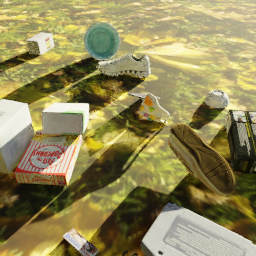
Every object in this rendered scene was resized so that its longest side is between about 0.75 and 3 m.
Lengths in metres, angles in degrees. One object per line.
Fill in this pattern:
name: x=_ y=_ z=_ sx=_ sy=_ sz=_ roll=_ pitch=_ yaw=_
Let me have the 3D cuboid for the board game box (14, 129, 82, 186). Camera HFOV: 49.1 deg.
board game box: x=-2.199 y=0.795 z=8.036 sx=1.398 sy=0.427 sz=1.845 roll=2 pitch=38 yaw=3

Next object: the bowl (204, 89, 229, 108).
bowl: x=3.390 y=-1.172 z=10.593 sx=0.933 sy=0.420 sz=0.933 roll=0 pitch=37 yaw=0

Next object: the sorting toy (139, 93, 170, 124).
sorting toy: x=0.922 y=-0.498 z=9.392 sx=0.986 sy=1.095 sz=0.585 roll=28 pitch=69 yaw=12

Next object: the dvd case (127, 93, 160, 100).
dvd case: x=0.589 y=-1.171 z=10.389 sx=0.787 sy=0.085 sz=1.058 roll=20 pitch=18 yaw=36

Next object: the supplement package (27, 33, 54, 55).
supplement package: x=-4.492 y=-4.361 z=14.444 sx=0.693 sy=0.720 sz=1.265 roll=12 pitch=40 yaw=16

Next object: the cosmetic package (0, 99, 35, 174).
cosmetic package: x=-3.455 y=0.226 z=7.925 sx=0.899 sy=1.463 sz=1.458 roll=11 pitch=39 yaw=13

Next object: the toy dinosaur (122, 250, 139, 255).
toy dinosaur: x=-0.010 y=2.732 z=5.748 sx=0.886 sy=0.210 sz=0.391 roll=12 pitch=46 yaw=21

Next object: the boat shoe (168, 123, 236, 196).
boat shoe: x=1.931 y=0.900 z=7.618 sx=0.865 sy=0.776 sz=2.336 roll=-20 pitch=59 yaw=-25

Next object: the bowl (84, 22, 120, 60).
bowl: x=-1.324 y=-4.254 z=13.737 sx=1.759 sy=1.759 sz=0.920 roll=-9 pitch=20 yaw=-11

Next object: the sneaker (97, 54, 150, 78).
sneaker: x=-0.199 y=-2.813 z=12.281 sx=2.388 sy=0.968 sz=0.897 roll=4 pitch=39 yaw=7

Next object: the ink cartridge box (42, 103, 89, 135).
ink cartridge box: x=-1.891 y=-0.325 z=8.786 sx=1.204 sy=0.693 sz=1.649 roll=2 pitch=14 yaw=-2

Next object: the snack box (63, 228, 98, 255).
snack box: x=-1.034 y=2.521 z=6.084 sx=0.821 sy=0.100 sz=0.295 roll=27 pitch=45 yaw=30

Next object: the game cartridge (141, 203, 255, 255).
game cartridge: x=1.487 y=2.592 z=5.752 sx=2.268 sy=0.464 sz=1.510 roll=22 pitch=39 yaw=26

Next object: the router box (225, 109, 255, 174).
router box: x=3.979 y=0.379 z=8.422 sx=1.778 sy=0.609 sz=2.384 roll=7 pitch=38 yaw=9
